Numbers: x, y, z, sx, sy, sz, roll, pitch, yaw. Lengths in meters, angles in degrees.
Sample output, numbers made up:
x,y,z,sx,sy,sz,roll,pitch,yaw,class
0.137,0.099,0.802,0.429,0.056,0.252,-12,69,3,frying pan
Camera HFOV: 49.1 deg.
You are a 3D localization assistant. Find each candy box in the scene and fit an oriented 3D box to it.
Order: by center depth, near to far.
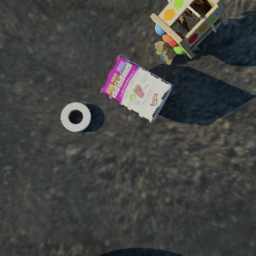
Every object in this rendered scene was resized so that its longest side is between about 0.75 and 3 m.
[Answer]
x,y,z,sx,sy,sz,roll,pitch,yaw,class
0.260,-1.146,8.198,1.793,0.547,1.222,33,106,13,candy box

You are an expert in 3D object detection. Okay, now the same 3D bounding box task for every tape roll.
x,y,z,sx,sy,sz,roll,pitch,yaw,class
-1.593,-0.329,8.587,0.910,0.166,0.910,0,83,0,tape roll

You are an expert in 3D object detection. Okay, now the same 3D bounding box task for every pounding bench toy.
x,y,z,sx,sy,sz,roll,pitch,yaw,class
1.858,-2.955,8.218,1.609,2.063,1.282,-46,66,16,pounding bench toy

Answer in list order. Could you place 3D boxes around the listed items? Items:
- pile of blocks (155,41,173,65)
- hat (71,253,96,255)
x,y,z,sx,sy,sz,roll,pitch,yaw,class
1.127,-2.360,8.681,0.366,0.892,0.277,7,58,42,pile of blocks
-1.265,4.839,6.966,2.981,1.203,2.981,-2,84,18,hat
